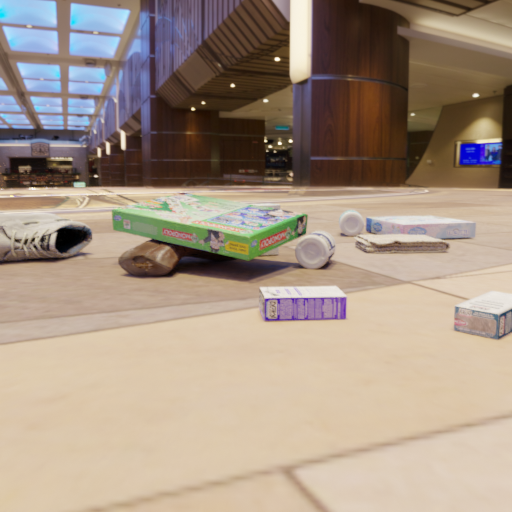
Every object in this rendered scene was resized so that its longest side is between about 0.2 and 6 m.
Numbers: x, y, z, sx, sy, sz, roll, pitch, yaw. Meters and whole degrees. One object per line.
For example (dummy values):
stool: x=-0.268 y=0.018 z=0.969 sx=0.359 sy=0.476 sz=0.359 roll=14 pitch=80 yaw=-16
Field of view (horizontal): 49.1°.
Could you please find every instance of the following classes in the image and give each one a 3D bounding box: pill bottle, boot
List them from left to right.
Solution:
boot: x=-4.469 y=-0.363 z=10.884 sx=1.306 sy=1.005 sz=2.732 roll=8 pitch=16 yaw=25
boot: x=-1.253 y=-0.020 z=10.049 sx=1.866 sy=0.643 sz=2.003 roll=3 pitch=13 yaw=12
pill bottle: x=1.155 y=-0.140 z=10.563 sx=0.625 sy=0.625 sz=1.125 roll=3 pitch=10 yaw=18
pill bottle: x=2.575 y=-0.903 z=15.200 sx=0.653 sy=0.653 sz=1.178 roll=1 pitch=8 yaw=7

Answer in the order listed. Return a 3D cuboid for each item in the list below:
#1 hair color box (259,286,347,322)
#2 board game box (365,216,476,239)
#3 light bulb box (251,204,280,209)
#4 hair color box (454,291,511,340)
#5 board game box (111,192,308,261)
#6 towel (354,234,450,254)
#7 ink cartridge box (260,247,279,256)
hair color box: x=0.566 y=0.591 z=6.989 sx=1.020 sy=0.331 sz=0.558 roll=1 pitch=10 yaw=-6
board game box: x=4.330 y=-0.768 z=14.965 sx=2.086 sy=0.452 sz=2.076 roll=-2 pitch=8 yaw=-15
light bulb box: x=0.066 y=-0.792 z=13.631 sx=0.932 sy=0.940 sz=0.587 roll=-5 pitch=10 yaw=-30
hair color box: x=2.760 y=0.672 z=6.501 sx=0.514 sy=0.311 sz=1.028 roll=9 pitch=13 yaw=44
board game box: x=-0.857 y=-0.635 z=10.407 sx=3.029 sy=0.441 sz=2.038 roll=13 pitch=22 yaw=30
towel: x=3.192 y=-0.293 z=12.492 sx=1.855 sy=0.320 sz=1.229 roll=-1 pitch=10 yaw=-5
ink cartridge box: x=-0.293 y=-0.307 z=11.814 sx=1.322 sy=0.557 sz=0.966 roll=-4 pitch=10 yaw=-22
